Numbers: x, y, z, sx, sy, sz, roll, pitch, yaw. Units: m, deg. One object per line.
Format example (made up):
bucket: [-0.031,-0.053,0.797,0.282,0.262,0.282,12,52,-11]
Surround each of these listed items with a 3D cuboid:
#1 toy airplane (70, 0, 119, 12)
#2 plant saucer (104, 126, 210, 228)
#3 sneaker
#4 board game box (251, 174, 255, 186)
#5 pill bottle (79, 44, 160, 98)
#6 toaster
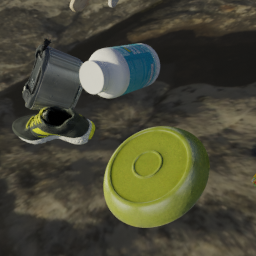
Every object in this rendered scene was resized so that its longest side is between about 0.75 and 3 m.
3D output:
toy airplane: [-0.881,-5.000,8.508,1.802,2.542,2.553,27,39,12]
plant saucer: [0.386,0.698,4.931,2.018,0.314,2.018,-18,44,19]
sneaker: [-1.829,-0.167,6.423,2.148,0.909,0.800,-1,59,20]
board game box: [3.488,0.417,5.390,1.678,2.030,0.576,-26,57,-15]
pill bottle: [-0.163,-1.217,5.953,1.012,1.012,1.826,36,36,21]
toaster: [-1.760,-1.198,6.847,1.157,1.791,1.018,12,22,-34]
